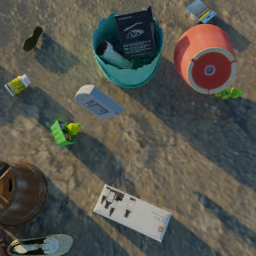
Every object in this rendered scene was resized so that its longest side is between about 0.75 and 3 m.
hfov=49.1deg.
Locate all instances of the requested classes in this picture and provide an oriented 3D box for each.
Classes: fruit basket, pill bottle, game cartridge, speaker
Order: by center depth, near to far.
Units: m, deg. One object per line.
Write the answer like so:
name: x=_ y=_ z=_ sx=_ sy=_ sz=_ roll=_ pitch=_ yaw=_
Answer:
game cartridge: x=-0.989 y=-0.791 z=8.732 sx=1.280 sy=1.922 sz=0.399 roll=40 pitch=75 yaw=-16
fruit basket: x=-2.172 y=0.110 z=10.078 sx=0.975 sy=0.703 sz=0.975 roll=-2 pitch=81 yaw=16
speaker: x=-0.473 y=-2.631 z=10.372 sx=0.594 sy=1.462 sz=0.594 roll=-16 pitch=65 yaw=37
pill bottle: x=-4.169 y=-1.648 z=10.659 sx=0.858 sy=0.482 sz=0.482 roll=-37 pitch=77 yaw=-10

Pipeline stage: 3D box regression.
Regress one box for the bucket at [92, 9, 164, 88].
bucket: x=0.014 y=-2.835 z=10.394 sx=2.588 sy=1.684 sz=2.588 roll=0 pitch=74 yaw=1

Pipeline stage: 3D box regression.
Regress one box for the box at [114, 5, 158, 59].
box: x=0.328 y=-3.361 z=9.880 sx=1.182 sy=1.597 sz=0.833 roll=-3 pitch=31 yaw=17

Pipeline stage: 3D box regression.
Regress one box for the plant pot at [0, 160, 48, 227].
plant pot: x=-3.890 y=1.939 z=8.690 sx=2.218 sy=2.196 sz=2.218 roll=0 pitch=73 yaw=1

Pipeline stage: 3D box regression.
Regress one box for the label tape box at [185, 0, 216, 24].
label tape box: x=3.030 y=-4.773 z=11.679 sx=0.751 sy=0.330 sz=1.041 roll=-41 pitch=77 yaw=-11

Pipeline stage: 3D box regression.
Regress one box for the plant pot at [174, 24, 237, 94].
plant pot: x=2.642 y=-2.213 z=9.453 sx=2.167 sy=2.167 sz=1.918 roll=6 pitch=30 yaw=2

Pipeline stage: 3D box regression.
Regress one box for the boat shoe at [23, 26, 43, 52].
boat shoe: x=-3.842 y=-3.558 z=11.343 sx=0.436 sy=0.376 sz=1.197 roll=28 pitch=81 yaw=-15

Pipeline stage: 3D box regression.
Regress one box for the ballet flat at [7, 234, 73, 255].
ballet flat: x=-2.804 y=3.824 z=8.925 sx=2.045 sy=0.638 sz=0.690 roll=-7 pitch=73 yaw=-2

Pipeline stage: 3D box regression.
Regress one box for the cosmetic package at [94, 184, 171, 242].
cosmetic package: x=0.145 y=2.799 z=9.255 sx=2.377 sy=0.602 sz=0.981 roll=22 pitch=75 yaw=6

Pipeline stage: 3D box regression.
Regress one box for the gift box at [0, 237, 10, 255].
gift box: x=-5.065 y=3.963 z=8.036 sx=2.211 sy=2.368 sz=2.185 roll=-34 pitch=71 yaw=-8

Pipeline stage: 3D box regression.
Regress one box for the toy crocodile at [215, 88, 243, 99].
toy crocodile: x=3.852 y=-1.295 z=10.666 sx=1.063 sy=0.328 sz=0.359 roll=-3 pitch=72 yaw=-6
